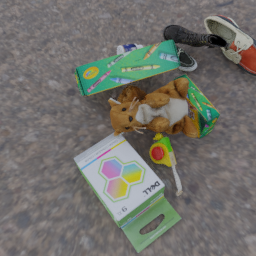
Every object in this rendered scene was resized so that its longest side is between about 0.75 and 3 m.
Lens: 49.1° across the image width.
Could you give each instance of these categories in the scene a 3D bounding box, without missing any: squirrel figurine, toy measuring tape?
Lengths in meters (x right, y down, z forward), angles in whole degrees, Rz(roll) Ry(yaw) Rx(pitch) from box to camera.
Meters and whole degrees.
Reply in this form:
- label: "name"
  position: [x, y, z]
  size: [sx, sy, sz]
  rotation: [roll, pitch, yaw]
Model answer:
- label: "squirrel figurine"
  position: [0.435, -0.426, 7.619]
  size: [2.057, 1.559, 2.204]
  rotation: [-15, 17, -16]
- label: "toy measuring tape"
  position: [0.985, 0.995, 7.642]
  size: [0.644, 0.644, 1.751]
  rotation: [-14, 83, -8]

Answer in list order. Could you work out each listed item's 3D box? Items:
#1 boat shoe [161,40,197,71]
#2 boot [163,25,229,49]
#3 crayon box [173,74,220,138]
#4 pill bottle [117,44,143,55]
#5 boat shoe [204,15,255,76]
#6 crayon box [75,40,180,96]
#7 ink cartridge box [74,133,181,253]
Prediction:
- label: "boat shoe"
  position: [1.663, -2.467, 9.521]
  size: [0.554, 0.499, 1.566]
  rotation: [-47, 61, -5]
- label: "boot"
  position: [2.156, -2.916, 8.955]
  size: [1.754, 0.607, 1.527]
  rotation: [5, 16, -22]
- label: "crayon box"
  position: [1.911, -0.647, 8.319]
  size: [0.489, 0.997, 1.678]
  rotation: [-26, 63, -14]
- label: "pill bottle"
  position: [0.093, -2.656, 9.712]
  size: [0.872, 0.484, 0.484]
  rotation: [-15, 60, -25]
- label: "boat shoe"
  position: [3.637, -2.785, 9.371]
  size: [0.901, 1.025, 2.880]
  rotation: [-6, 55, -37]
- label: "crayon box"
  position: [-0.114, -1.713, 8.228]
  size: [2.808, 1.668, 0.818]
  rotation: [-18, 100, -9]
- label: "ink cartridge box"
  position: [-0.030, 1.515, 7.115]
  size: [1.419, 0.811, 2.734]
  rotation: [-33, 63, -16]
